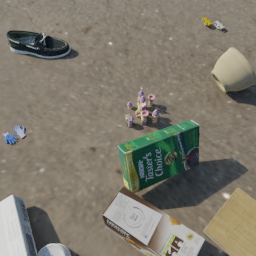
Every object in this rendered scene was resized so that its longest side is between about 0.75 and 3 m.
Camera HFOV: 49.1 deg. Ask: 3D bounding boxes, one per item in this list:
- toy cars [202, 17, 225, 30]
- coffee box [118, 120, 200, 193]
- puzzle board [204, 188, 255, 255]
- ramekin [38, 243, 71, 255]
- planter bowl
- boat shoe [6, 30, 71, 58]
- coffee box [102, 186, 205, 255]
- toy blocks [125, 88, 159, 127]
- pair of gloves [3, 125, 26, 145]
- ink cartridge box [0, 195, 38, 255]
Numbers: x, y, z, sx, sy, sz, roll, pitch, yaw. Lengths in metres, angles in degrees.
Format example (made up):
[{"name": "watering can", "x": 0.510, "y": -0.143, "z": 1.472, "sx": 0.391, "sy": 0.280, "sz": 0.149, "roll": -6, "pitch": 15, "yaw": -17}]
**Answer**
[{"name": "toy cars", "x": 3.844, "y": -4.685, "z": 12.689, "sx": 1.084, "sy": 0.240, "sz": 0.486, "roll": 20, "pitch": 58, "yaw": 9}, {"name": "coffee box", "x": 0.946, "y": 0.803, "z": 7.976, "sx": 2.381, "sy": 1.464, "sz": 0.524, "roll": -18, "pitch": 30, "yaw": -20}, {"name": "puzzle board", "x": 3.497, "y": 2.996, "z": 7.603, "sx": 2.329, "sy": 0.203, "sz": 1.755, "roll": 39, "pitch": 64, "yaw": 22}, {"name": "ramekin", "x": -1.932, "y": 3.412, "z": 7.170, "sx": 0.935, "sy": 0.435, "sz": 0.935, "roll": 0, "pitch": 56, "yaw": 0}, {"name": "planter bowl", "x": 3.744, "y": -1.961, "z": 10.236, "sx": 1.065, "sy": 1.582, "sz": 1.582, "roll": -35, "pitch": 59, "yaw": 11}, {"name": "boat shoe", "x": -3.712, "y": -3.504, "z": 11.555, "sx": 2.609, "sy": 0.787, "sz": 0.987, "roll": 2, "pitch": 56, "yaw": 1}, {"name": "coffee box", "x": 0.578, "y": 2.660, "z": 7.129, "sx": 2.337, "sy": 1.336, "sz": 0.932, "roll": 29, "pitch": 61, "yaw": 17}, {"name": "toy blocks", "x": 0.452, "y": -0.737, "z": 9.627, "sx": 1.120, "sy": 0.943, "sz": 1.047, "roll": -7, "pitch": 57, "yaw": -5}, {"name": "pair of gloves", "x": -3.842, "y": 0.211, "z": 9.512, "sx": 0.775, "sy": 0.088, "sz": 0.623, "roll": -36, "pitch": 64, "yaw": -21}, {"name": "ink cartridge box", "x": -3.647, "y": 3.204, "z": 7.246, "sx": 2.430, "sy": 0.574, "sz": 1.945, "roll": -33, "pitch": 53, "yaw": 0}]
